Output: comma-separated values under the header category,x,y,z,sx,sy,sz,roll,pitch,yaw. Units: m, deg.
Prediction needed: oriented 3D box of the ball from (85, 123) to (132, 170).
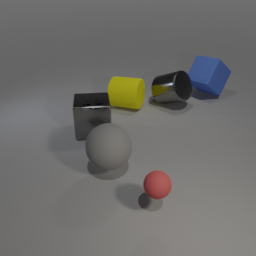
category,x,y,z,sx,sy,sz,roll,pitch,yaw
ball,-0.572,0.555,8.371,1.400,1.400,1.400,0,29,0

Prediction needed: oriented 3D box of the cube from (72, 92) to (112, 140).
category,x,y,z,sx,sy,sz,roll,pitch,yaw
cube,-1.398,-0.491,11.068,1.400,1.400,1.400,-4,29,-6

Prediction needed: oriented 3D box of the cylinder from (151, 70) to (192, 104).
category,x,y,z,sx,sy,sz,roll,pitch,yaw
cylinder,2.058,-1.881,13.157,1.400,1.400,1.400,-27,16,-39

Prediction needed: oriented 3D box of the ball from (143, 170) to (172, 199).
category,x,y,z,sx,sy,sz,roll,pitch,yaw
ball,0.728,1.400,6.913,0.700,0.700,0.700,0,29,0

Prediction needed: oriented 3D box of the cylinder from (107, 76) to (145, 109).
category,x,y,z,sx,sy,sz,roll,pitch,yaw
cylinder,-0.058,-1.654,13.096,1.400,1.400,1.400,8,30,19

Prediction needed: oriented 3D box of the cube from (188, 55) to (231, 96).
category,x,y,z,sx,sy,sz,roll,pitch,yaw
cube,4.062,-2.651,14.174,1.400,1.400,1.400,25,1,-43
